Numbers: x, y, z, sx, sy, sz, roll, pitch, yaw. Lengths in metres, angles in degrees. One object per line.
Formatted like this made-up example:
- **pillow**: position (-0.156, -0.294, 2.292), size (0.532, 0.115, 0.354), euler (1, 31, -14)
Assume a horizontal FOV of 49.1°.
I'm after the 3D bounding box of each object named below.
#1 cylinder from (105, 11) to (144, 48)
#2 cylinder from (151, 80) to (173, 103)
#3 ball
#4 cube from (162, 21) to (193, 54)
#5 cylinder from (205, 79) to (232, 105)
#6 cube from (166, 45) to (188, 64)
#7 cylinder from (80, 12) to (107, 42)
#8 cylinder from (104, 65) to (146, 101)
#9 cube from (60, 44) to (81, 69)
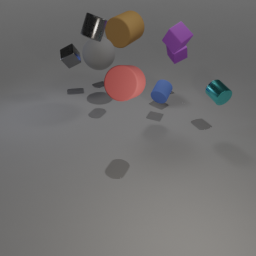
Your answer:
- **cylinder**: position (-0.141, -4.681, 13.260), size (1.400, 1.400, 1.400), euler (16, 39, 26)
- **cylinder**: position (1.361, -1.476, 11.336), size (0.700, 0.700, 0.700), euler (15, 56, 23)
- **ball**: position (-1.242, -3.179, 11.950), size (1.400, 1.400, 1.400), euler (0, 30, 0)
- **cube**: position (1.830, -3.341, 10.361), size (0.700, 0.700, 0.700), euler (-39, 85, -25)
- **cylinder**: position (3.343, -1.313, 10.335), size (0.700, 0.700, 0.700), euler (-13, 48, -21)
- **cube**: position (2.233, -3.505, 12.773), size (0.700, 0.700, 0.700), euler (-28, 61, -1)
- **cylinder**: position (-1.094, -3.223, 8.967), size (0.700, 0.700, 0.700), euler (20, 18, -7)
- **cylinder**: position (-0.051, -0.931, 5.743), size (0.700, 0.700, 0.700), euler (9, 14, 14)
- **cube**: position (-2.701, -3.378, 13.168), size (0.700, 0.700, 0.700), euler (-23, 55, 14)
